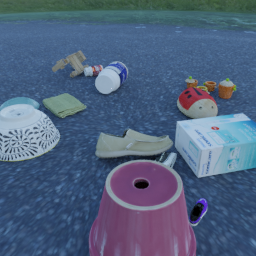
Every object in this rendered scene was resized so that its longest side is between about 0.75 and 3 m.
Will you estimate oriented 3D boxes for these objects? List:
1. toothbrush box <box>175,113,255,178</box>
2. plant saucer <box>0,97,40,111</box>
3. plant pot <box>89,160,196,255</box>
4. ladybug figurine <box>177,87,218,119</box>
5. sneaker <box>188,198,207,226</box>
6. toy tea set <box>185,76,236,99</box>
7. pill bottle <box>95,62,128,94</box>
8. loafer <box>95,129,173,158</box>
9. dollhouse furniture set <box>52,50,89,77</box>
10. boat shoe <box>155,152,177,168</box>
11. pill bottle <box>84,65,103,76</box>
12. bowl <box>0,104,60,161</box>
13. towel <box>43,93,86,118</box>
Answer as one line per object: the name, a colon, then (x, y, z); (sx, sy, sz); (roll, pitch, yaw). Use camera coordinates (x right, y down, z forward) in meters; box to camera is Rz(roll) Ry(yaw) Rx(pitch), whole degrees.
toothbrush box: (3.016, 0.477, 9.016); (2.504, 1.068, 1.833); (-8, 30, -11)
plant saucer: (-4.885, -1.039, 12.518); (1.765, 0.340, 1.765); (1, 29, 0)
plant pot: (0.294, 1.850, 5.591); (2.227, 1.994, 2.227); (0, 29, 0)
ladybug figurine: (2.987, -1.138, 12.144); (1.601, 0.848, 2.358); (-6, 30, -11)
sneaker: (1.640, 1.857, 6.429); (0.268, 0.383, 0.770); (18, 43, 27)
toy tea set: (4.128, -2.193, 13.953); (2.547, 0.943, 1.515); (7, 30, 12)
pill bottle: (-0.843, -2.582, 14.400); (1.201, 1.201, 2.075); (9, 31, 15)
loafer: (0.195, 0.438, 8.992); (2.531, 0.864, 0.958); (-6, 5, -7)
dollhouse furniture set: (-3.366, -3.597, 16.592); (1.052, 1.232, 2.377); (-29, 13, 29)
boat shoe: (1.016, 1.149, 8.423); (0.477, 0.529, 1.497); (14, 24, 22)
pill bottle: (-2.011, -3.347, 16.430); (1.036, 0.567, 0.567); (-14, 32, -24)
bowl: (-3.781, -0.070, 9.852); (2.605, 1.223, 2.605); (1, 29, 0)
towel: (-2.873, -1.017, 12.465); (1.400, 0.344, 1.887); (-22, 37, -32)
